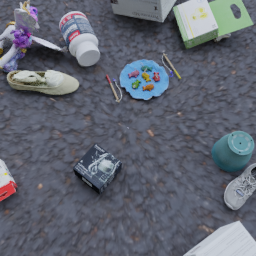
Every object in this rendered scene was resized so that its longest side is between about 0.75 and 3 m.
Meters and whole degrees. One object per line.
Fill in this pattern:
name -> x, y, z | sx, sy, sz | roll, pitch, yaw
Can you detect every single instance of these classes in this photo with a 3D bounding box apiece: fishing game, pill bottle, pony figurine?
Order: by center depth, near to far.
pony figurine -> -3.992, -3.396, 10.498 | 2.675, 2.307, 2.771 | 37, 85, 25
fishing game -> 0.601, -1.891, 10.521 | 2.654, 0.413, 1.900 | -19, 63, -8
pill bottle -> -1.811, -3.400, 10.793 | 1.158, 1.158, 1.937 | -22, 67, -10

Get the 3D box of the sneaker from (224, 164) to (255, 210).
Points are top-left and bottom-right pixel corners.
sneaker -> 3.617, 1.696, 8.621 | 0.678, 0.744, 1.816 | 38, 70, 16

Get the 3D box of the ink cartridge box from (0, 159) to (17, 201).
ink cartridge box -> -4.050, 1.699, 8.788 | 0.759, 0.439, 1.306 | -32, 69, -14

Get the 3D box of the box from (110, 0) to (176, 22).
box -> 0.780, -5.923, 11.495 | 2.423, 1.592, 2.436 | 19, 66, 23

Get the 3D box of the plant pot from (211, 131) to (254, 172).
plant pot -> 3.403, 0.679, 8.900 | 1.188, 1.116, 1.188 | 0, 65, 0

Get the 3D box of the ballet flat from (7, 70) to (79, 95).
ballet flat -> -3.120, -1.733, 10.190 | 2.580, 0.896, 0.896 | 1, 65, 0

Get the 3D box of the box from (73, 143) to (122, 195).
box -> -0.947, 1.278, 8.809 | 1.107, 0.686, 1.088 | 35, 65, 14

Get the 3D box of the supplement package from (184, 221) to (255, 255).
supplement package -> 2.924, 4.025, 7.071 | 1.491, 1.548, 2.722 | -30, 68, -15

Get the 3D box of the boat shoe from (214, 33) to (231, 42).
boat shoe -> 3.617, -3.709, 11.425 | 1.098, 0.389, 0.383 | 4, 92, -2

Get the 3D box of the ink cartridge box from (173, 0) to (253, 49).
ink cartridge box -> 3.319, -4.470, 11.167 | 2.645, 0.634, 1.925 | -18, 63, 16
